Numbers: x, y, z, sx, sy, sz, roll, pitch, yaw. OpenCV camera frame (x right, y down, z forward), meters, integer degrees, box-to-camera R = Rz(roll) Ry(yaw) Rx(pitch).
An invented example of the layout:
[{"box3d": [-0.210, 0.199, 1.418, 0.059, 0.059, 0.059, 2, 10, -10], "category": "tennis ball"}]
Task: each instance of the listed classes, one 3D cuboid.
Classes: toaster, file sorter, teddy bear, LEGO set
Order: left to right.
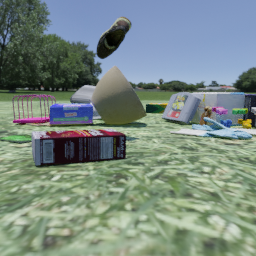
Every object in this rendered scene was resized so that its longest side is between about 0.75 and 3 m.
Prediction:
[{"box3d": [-4.504, -0.965, 13.722, 1.442, 1.302, 2.076, -2, 5, 5], "category": "file sorter"}, {"box3d": [-2.524, -1.927, 18.954, 1.718, 1.511, 2.659, 8, 36, 23], "category": "toaster"}, {"box3d": [3.439, -0.511, 12.214, 0.317, 0.950, 0.689, 17, -11, -29], "category": "teddy bear"}, {"box3d": [4.553, -0.350, 11.341, 2.143, 0.817, 0.879, 0, 19, 4], "category": "LEGO set"}]

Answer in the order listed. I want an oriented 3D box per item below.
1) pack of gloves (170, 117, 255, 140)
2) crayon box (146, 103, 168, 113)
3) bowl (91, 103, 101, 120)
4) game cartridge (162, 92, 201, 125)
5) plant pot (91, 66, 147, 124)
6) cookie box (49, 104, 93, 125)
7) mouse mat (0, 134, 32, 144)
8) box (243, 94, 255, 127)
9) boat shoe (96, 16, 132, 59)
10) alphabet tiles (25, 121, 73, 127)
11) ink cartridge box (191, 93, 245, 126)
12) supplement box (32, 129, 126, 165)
[{"box3d": [3.252, -0.053, 10.043, 2.721, 0.537, 2.286, 5, 8, 39], "category": "pack of gloves"}, {"box3d": [2.806, -1.425, 20.211, 2.725, 0.692, 1.730, 3, 8, 19], "category": "crayon box"}, {"box3d": [-1.368, -1.256, 15.740, 2.182, 0.981, 2.182, -11, 15, 3], "category": "bowl"}, {"box3d": [2.558, -0.999, 13.666, 0.467, 1.520, 2.283, 31, -5, -22], "category": "game cartridge"}, {"box3d": [-0.631, -1.222, 12.867, 1.821, 2.712, 2.712, -32, 9, -1], "category": "plant pot"}, {"box3d": [-2.630, -0.690, 13.157, 1.907, 0.838, 2.229, -1, 7, -9], "category": "cookie box"}, {"box3d": [-3.383, 0.332, 8.919, 1.444, 0.054, 1.162, 4, 8, 32], "category": "mouse mat"}, {"box3d": [5.969, -0.888, 13.123, 1.979, 1.395, 2.675, -1, 7, -15], "category": "box"}, {"box3d": [-0.584, -2.801, 9.031, 0.676, 0.598, 1.846, 34, -38, -12], "category": "boat shoe"}, {"box3d": [-3.505, -0.239, 13.270, 2.329, 0.074, 1.938, -7, 10, -44], "category": "alphabet tiles"}, {"box3d": [4.064, -0.935, 13.202, 1.498, 1.459, 2.330, -2, 8, -18], "category": "ink cartridge box"}, {"box3d": [-1.123, 0.381, 6.329, 1.945, 0.592, 1.059, -2, 7, -22], "category": "supplement box"}]
